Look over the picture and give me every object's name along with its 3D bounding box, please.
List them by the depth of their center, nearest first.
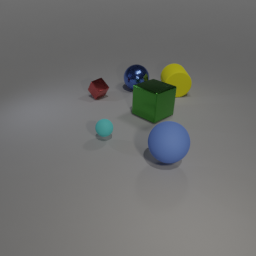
[{"bbox_3d":[1.360,0.470,9.330,1.400,1.400,1.400,0,31,0],"label":"ball"},{"bbox_3d":[-0.923,-0.008,10.913,0.700,0.700,0.700,0,31,0],"label":"ball"},{"bbox_3d":[1.163,-1.261,12.644,1.400,1.400,1.400,27,37,38],"label":"cube"},{"bbox_3d":[-1.514,-2.017,14.331,0.700,0.700,0.700,-30,77,-36],"label":"cube"},{"bbox_3d":[2.526,-2.543,14.879,1.400,1.400,1.400,-2,31,-3],"label":"cylinder"},{"bbox_3d":[0.461,-2.754,15.277,1.400,1.400,1.400,0,31,0],"label":"ball"}]
